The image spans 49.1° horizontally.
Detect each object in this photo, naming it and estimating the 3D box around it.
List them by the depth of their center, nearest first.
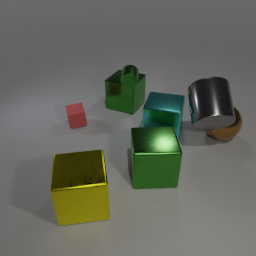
[{"bbox_3d":[-1.280,1.605,7.699,1.400,1.400,1.400,-5,35,-7],"label":"cube"},{"bbox_3d":[0.812,0.911,8.793,1.400,1.400,1.400,-2,33,-2],"label":"cube"},{"bbox_3d":[2.788,-0.789,9.446,1.400,1.400,1.400,-2,71,-2],"label":"cylinder"},{"bbox_3d":[3.547,-0.233,10.526,1.400,1.400,1.400,0,33,0],"label":"ball"},{"bbox_3d":[1.375,-0.422,10.814,1.400,1.400,1.400,8,34,12],"label":"cube"},{"bbox_3d":[0.075,-2.101,11.413,0.700,0.700,0.700,3,43,4],"label":"cylinder"},{"bbox_3d":[-2.114,-0.515,11.452,0.700,0.700,0.700,-14,43,-11],"label":"cube"},{"bbox_3d":[-0.104,-1.659,12.689,1.400,1.400,1.400,15,36,21],"label":"cube"}]
